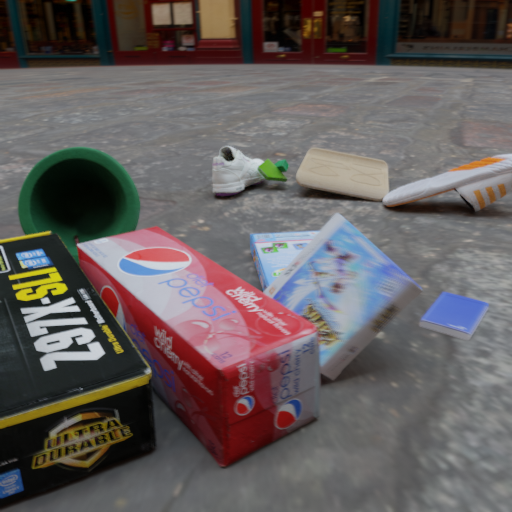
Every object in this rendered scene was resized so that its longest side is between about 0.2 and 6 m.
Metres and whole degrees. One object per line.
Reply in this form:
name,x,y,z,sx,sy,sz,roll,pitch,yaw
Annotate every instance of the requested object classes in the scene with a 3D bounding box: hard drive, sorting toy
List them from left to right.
sorting toy,1.562,-1.934,12.950,2.943,0.433,2.176,12,30,7
hard drive,2.596,0.768,7.317,0.616,0.118,0.934,15,28,31

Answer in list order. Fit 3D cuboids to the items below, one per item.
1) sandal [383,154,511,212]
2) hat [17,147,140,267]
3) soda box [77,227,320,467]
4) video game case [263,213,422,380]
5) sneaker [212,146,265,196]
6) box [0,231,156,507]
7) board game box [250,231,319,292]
sandal,4.134,-1.290,11.371,3.012,0.863,1.154,-16,14,15
hat,-2.874,-0.740,9.834,2.308,1.912,2.032,45,-4,8
soda box,-0.822,0.723,6.207,1.190,1.077,3.398,-16,28,-33
video game case,0.904,0.406,6.430,0.345,1.377,1.519,35,11,-37
sneaker,-0.336,-2.043,12.682,0.775,1.031,2.070,0,20,26
box,-3.171,1.008,5.727,3.143,0.971,3.936,-11,25,-27
board game box,0.745,0.128,8.499,1.465,0.354,1.937,-3,23,-7
